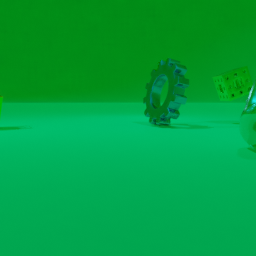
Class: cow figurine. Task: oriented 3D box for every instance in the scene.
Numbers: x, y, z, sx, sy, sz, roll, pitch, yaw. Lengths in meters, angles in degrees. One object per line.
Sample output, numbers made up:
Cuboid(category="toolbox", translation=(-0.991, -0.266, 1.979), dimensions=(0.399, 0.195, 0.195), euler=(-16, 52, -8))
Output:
Cuboid(category="cow figurine", translation=(2.333, -0.302, 4.542), dimensions=(0.953, 1.735, 1.708), euler=(23, -19, 24))

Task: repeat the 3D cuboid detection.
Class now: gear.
Cuboid(category="gear", translation=(1.039, -1.015, 8.058), dimensions=(0.349, 1.889, 1.889), euler=(10, 1, -24))

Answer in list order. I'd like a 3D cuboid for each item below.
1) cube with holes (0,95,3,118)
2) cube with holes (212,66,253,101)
Cuboid(category="cube with holes", translation=(-3.815, -0.493, 7.245), dimensions=(0.849, 0.849, 0.849), euler=(5, 10, -34))
Cuboid(category="cube with holes", translation=(3.274, -1.368, 8.729), dimensions=(0.813, 0.813, 0.813), euler=(-21, 7, 0))
